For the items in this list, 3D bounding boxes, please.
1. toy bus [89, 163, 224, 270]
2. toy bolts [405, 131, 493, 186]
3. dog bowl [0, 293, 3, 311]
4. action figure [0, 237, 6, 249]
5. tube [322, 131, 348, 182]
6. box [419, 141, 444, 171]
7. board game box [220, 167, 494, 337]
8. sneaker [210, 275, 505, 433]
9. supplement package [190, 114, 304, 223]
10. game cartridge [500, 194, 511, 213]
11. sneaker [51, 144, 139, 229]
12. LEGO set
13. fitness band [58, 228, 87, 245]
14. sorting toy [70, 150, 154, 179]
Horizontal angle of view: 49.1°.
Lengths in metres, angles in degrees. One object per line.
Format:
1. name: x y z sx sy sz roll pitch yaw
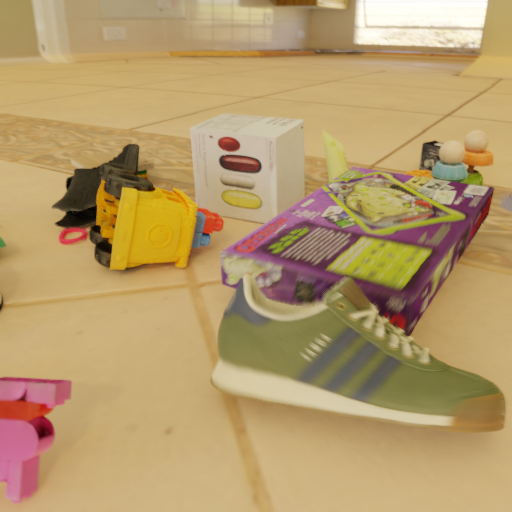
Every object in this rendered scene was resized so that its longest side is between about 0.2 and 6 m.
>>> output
1. toy bus: -1.848 -0.726 10.423 2.247 1.589 2.341 3 19 -25
2. toy bolts: 4.519 -2.199 13.381 2.017 1.464 2.111 12 28 25
3. dog bowl: -5.026 0.565 8.310 2.223 0.819 2.223 0 25 0
4. action figure: -5.785 -0.498 10.771 1.584 0.733 2.681 -16 26 -23
5. tube: 1.927 -2.143 13.316 0.506 0.565 1.948 -6 55 4
6. box: 4.778 -2.454 14.597 0.523 0.890 0.875 -17 30 -31
7. board game box: 1.973 -0.422 9.503 2.951 0.794 4.917 18 32 27
8. sneaker: 1.116 0.986 6.325 3.282 1.474 1.101 6 -1 13
9. supplement package: -0.149 -1.929 12.194 2.027 1.938 1.491 11 30 25
10. game cartridge: 4.602 -0.870 9.321 1.035 0.199 0.671 -23 51 -37
11. sneaker: -3.467 -1.663 12.449 1.578 0.908 3.025 4 41 -11
12. LEGO set: -3.762 1.895 5.166 3.642 1.494 1.389 0 -6 12
13. fitness band: -3.651 -0.402 11.175 0.516 0.134 0.718 -5 24 -5
14. sorting toy: -3.691 -2.191 14.418 1.622 0.568 1.631 -17 31 -32
